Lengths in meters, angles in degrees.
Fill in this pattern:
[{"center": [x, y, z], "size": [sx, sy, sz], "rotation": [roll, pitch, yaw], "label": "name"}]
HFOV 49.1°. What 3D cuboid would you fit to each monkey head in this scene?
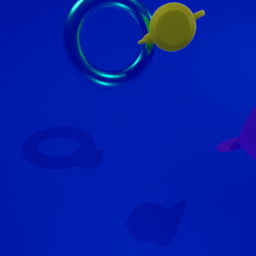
[{"center": [2.539, 0.011, 4.720], "size": [1.955, 1.406, 1.178], "rotation": [-40, 94, 24], "label": "monkey head"}]

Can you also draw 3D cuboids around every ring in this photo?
[{"center": [-0.334, -1.773, 5.693], "size": [1.985, 0.397, 1.985], "rotation": [-3, 103, -14], "label": "ring"}]

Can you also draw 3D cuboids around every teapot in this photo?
[{"center": [0.773, -1.837, 5.177], "size": [1.336, 0.831, 0.654], "rotation": [-22, 18, 14], "label": "teapot"}]
